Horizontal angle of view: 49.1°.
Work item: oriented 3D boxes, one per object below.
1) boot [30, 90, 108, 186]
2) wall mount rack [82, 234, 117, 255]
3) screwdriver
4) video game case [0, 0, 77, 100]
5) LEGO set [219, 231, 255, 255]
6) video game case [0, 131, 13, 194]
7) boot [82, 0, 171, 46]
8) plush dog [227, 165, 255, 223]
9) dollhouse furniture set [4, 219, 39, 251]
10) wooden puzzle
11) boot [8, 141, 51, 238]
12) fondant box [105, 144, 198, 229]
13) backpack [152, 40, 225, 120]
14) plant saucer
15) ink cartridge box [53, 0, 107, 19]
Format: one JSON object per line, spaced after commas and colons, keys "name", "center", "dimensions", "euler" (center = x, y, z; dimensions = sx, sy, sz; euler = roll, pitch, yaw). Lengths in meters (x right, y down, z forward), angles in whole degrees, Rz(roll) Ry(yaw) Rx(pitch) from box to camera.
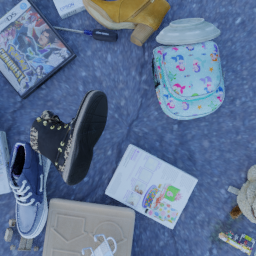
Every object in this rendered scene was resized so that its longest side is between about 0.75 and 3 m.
{"name": "boot", "center": [-1.659, -0.011, 7.523], "dimensions": [1.948, 0.947, 2.587], "euler": [29, 110, 34]}
{"name": "wall mount rack", "center": [-0.786, 3.718, 7.813], "dimensions": [1.373, 0.512, 1.193], "euler": [-53, 51, 29]}
{"name": "screwdriver", "center": [-1.682, -3.301, 9.397], "dimensions": [2.766, 0.386, 0.402], "euler": [15, 117, 3]}
{"name": "video game case", "center": [-3.387, -2.654, 9.307], "dimensions": [2.308, 0.326, 2.554], "euler": [-39, 88, 1]}
{"name": "LEGO set", "center": [3.578, 3.595, 8.976], "dimensions": [1.397, 0.643, 0.520], "euler": [29, 79, 8]}
{"name": "video game case", "center": [-4.957, 1.286, 9.091], "dimensions": [2.206, 0.501, 2.000], "euler": [-12, 87, -1]}
{"name": "boot", "center": [-0.020, -4.057, 9.234], "dimensions": [2.534, 0.892, 1.814], "euler": [33, 83, -3]}
{"name": "plush dog", "center": [4.091, 2.366, 8.354], "dimensions": [1.753, 1.877, 2.185], "euler": [-28, 88, -1]}
{"name": "dollhouse furniture set", "center": [-3.424, 3.492, 9.190], "dimensions": [1.065, 0.520, 0.908], "euler": [17, 75, -28]}
{"name": "wooden puzzle", "center": [-1.256, 3.771, 8.855], "dimensions": [2.738, 0.684, 2.956], "euler": [6, 91, 5]}
{"name": "boot", "center": [-3.134, 1.867, 8.461], "dimensions": [1.065, 1.322, 2.927], "euler": [-1, 79, 14]}
{"name": "fondant box", "center": [0.727, 1.821, 8.974], "dimensions": [2.410, 0.702, 1.738], "euler": [28, 88, 2]}
{"name": "backpack", "center": [1.883, -1.444, 8.667], "dimensions": [2.111, 1.790, 2.378], "euler": [-9, 93, 0]}
{"name": "plant saucer", "center": [1.816, -3.030, 8.596], "dimensions": [1.946, 1.946, 0.488], "euler": [-10, 119, 0]}
{"name": "ink cartridge box", "center": [-1.810, -4.812, 9.447], "dimensions": [1.715, 0.349, 1.718], "euler": [-24, 88, -1]}
